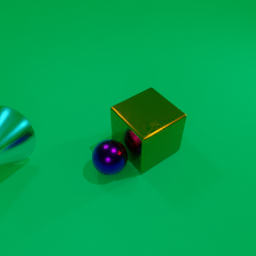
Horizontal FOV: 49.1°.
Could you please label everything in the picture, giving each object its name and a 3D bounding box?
[{"bbox_3d":[-0.460,0.734,7.064,0.913,0.913,0.913,0,47,0],"label":"ball"},{"bbox_3d":[-3.177,0.523,6.392,1.634,1.634,1.640,1,24,1],"label":"cone"},{"bbox_3d":[0.491,0.040,7.370,1.383,1.383,1.383,-29,54,-24],"label":"cube"}]
